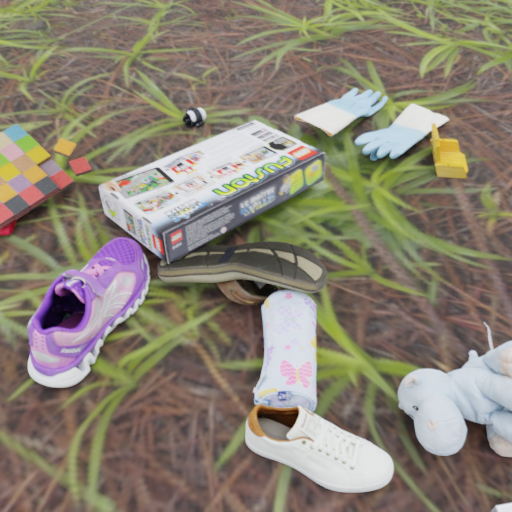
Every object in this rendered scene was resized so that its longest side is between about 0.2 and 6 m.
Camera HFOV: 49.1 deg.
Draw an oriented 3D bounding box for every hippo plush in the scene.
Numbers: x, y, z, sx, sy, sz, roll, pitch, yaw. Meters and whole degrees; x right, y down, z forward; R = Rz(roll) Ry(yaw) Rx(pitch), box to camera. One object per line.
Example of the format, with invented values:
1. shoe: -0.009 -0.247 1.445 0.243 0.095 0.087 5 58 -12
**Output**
1. hippo plush: 2.553 1.647 6.892 1.467 1.454 1.825 -5 48 -6

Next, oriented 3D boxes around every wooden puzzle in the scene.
1. wooden puzzle: -4.348 -1.452 9.891 1.559 0.185 2.629 43 60 9

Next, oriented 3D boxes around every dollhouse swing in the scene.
1. dollhouse swing: 3.737 -2.076 10.805 0.783 0.758 0.862 4 47 4

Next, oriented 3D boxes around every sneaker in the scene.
1. sneaker: 0.756 2.287 6.758 1.871 0.792 0.681 13 47 10
2. sneaker: -2.406 0.563 8.101 1.052 1.156 2.615 14 48 14

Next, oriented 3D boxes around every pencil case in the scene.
1. pencil case: 0.429 1.323 7.679 0.804 0.737 1.773 -5 46 13

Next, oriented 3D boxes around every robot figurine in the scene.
1. robot figurine: -1.314 -2.947 11.916 0.506 0.381 0.316 -28 24 -23

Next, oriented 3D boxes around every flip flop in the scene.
1. flip flop: -0.237 0.336 8.586 2.744 0.790 1.113 -1 23 20

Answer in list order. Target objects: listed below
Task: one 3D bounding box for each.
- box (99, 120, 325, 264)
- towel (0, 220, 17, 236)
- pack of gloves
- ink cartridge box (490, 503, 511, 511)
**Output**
1. box: -0.695 -1.284 9.825 3.529 0.613 1.942 -30 47 -30
2. towel: -4.904 -0.720 9.937 1.432 0.161 1.036 -2 49 3
3. pack of gloves: 2.404 -2.676 11.682 2.212 0.520 2.633 31 45 26
4. ink cartridge box: 3.261 3.075 6.396 0.971 0.244 0.529 -7 48 -8
